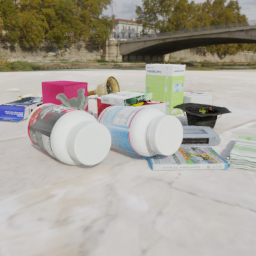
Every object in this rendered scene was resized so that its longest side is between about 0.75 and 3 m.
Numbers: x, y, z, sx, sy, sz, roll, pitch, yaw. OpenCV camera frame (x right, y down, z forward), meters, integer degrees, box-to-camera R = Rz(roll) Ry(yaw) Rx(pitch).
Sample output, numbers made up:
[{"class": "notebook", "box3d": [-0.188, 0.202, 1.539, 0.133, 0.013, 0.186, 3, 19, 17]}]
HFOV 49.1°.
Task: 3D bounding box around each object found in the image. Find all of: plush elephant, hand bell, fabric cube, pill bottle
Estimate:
[{"class": "plush elephant", "box3d": [-1.930, -0.671, 10.598, 1.095, 1.030, 1.330, -22, 60, -20]}, {"class": "hand bell", "box3d": [-2.095, -2.163, 17.139, 2.930, 1.525, 1.525, -5, 10, 31]}, {"class": "fabric cube", "box3d": [-2.903, -1.401, 13.058, 1.541, 1.516, 1.546, 10, 17, 35]}, {"class": "pill bottle", "box3d": [0.271, 0.062, 7.489, 1.261, 1.261, 2.320, -12, 14, -37]}, {"class": "pill bottle", "box3d": [-1.571, 0.163, 7.324, 1.377, 1.377, 2.487, -12, 18, -39]}]

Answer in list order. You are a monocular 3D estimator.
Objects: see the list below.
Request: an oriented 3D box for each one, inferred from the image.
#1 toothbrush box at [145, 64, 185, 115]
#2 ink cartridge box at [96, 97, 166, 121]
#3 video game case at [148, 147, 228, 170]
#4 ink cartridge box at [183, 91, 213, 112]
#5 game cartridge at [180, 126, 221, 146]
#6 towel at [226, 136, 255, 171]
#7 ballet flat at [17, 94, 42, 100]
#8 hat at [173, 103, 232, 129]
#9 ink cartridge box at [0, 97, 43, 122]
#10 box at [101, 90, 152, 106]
[{"class": "toothbrush box", "box3d": [1.721, -1.855, 13.287, 0.978, 2.272, 1.654, -14, 19, -41]}, {"class": "ink cartridge box", "box3d": [-0.176, -0.568, 10.794, 2.201, 1.051, 2.507, -10, 18, -32]}, {"class": "video game case", "box3d": [1.482, 0.785, 7.411, 1.869, 0.166, 1.338, -1, 14, -2]}, {"class": "ink cartridge box", "box3d": [3.167, -1.369, 14.307, 1.422, 0.808, 1.951, -7, 16, -25]}, {"class": "game cartridge", "box3d": [1.826, 0.238, 9.119, 1.998, 0.415, 1.331, 0, 11, -1]}, {"class": "towel", "box3d": [3.710, 0.720, 7.519, 1.734, 0.357, 2.325, 10, 15, 27]}, {"class": "ballet flat", "box3d": [-4.989, -1.509, 15.127, 2.030, 0.649, 0.768, -6, 33, -18]}, {"class": "hat", "box3d": [2.646, -0.339, 10.241, 2.278, 0.919, 2.278, 4, 14, -1]}, {"class": "ink cartridge box", "box3d": [-4.763, -0.926, 12.896, 1.466, 0.578, 2.948, 4, 18, 15]}, {"class": "box", "box3d": [-0.026, -1.111, 10.260, 1.148, 0.289, 1.590, 14, 24, 40]}]
